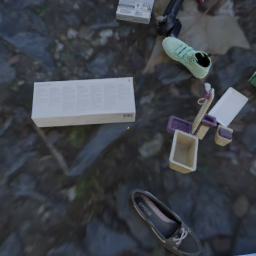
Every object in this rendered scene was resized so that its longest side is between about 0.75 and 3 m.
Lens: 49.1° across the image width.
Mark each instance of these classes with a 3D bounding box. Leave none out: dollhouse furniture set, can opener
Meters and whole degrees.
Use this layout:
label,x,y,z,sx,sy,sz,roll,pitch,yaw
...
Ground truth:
label,x,y,z,sx,sy,sz,roll,pitch,yaw
dollhouse furniture set,1.691,0.053,5.854,1.515,1.357,1.912,22,38,2
can opener,1.339,-3.511,8.538,0.593,0.736,1.872,-4,58,41

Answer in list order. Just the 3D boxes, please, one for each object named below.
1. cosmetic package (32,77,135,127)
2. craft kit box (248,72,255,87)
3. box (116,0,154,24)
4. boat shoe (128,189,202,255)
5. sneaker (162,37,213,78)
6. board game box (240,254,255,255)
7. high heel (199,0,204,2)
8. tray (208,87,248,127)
label,x,y,z,sx,sy,sz,roll,pitch,yaw
cosmetic package,-1.114,-0.663,7.293,2.547,0.645,1.051,-3,69,-1
craft kit box,4.990,-1.539,7.723,2.356,0.571,2.327,36,70,13
box,0.263,-3.930,8.773,1.041,0.275,1.335,10,70,3
boat shoe,0.795,2.136,6.236,2.047,0.583,0.684,40,74,14
sneaker,1.622,-2.062,7.563,1.555,0.917,0.572,42,85,6
board game box,2.830,3.782,5.410,2.554,0.714,2.501,-5,63,-2
high heel,2.115,-4.463,8.863,0.615,0.432,1.282,8,64,-8
tray,2.683,-0.555,7.538,0.593,0.123,1.105,39,73,13
